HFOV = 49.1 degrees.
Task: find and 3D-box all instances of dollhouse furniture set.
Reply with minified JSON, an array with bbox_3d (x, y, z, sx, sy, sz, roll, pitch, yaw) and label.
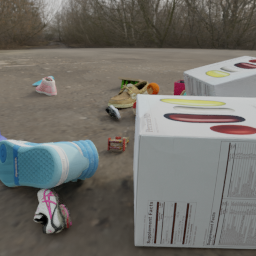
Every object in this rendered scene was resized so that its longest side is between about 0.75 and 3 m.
[{"bbox_3d":[-0.268,0.451,8.121,0.469,0.355,0.872,3,3,10],"label":"dollhouse furniture set"}]

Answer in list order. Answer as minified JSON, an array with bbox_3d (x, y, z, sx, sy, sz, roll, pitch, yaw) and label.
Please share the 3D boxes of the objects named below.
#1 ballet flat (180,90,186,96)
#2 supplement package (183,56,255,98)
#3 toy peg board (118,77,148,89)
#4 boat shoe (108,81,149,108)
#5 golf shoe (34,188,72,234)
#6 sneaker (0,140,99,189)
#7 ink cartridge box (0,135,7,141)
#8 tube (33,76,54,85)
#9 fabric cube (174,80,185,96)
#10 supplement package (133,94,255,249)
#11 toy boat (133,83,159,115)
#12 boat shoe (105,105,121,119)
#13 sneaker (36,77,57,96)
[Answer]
[{"bbox_3d":[2.828,-1.245,12.196,0.937,1.012,2.870,-18,0,44],"label":"ballet flat"},{"bbox_3d":[3.516,-1.084,9.265,2.468,1.898,2.581,-15,21,-4],"label":"supplement package"},{"bbox_3d":[0.259,-2.470,15.952,1.287,0.630,1.282,11,7,26],"label":"toy peg board"},{"bbox_3d":[0.067,-1.562,12.704,1.003,0.899,2.710,14,26,32],"label":"boat shoe"},{"bbox_3d":[-1.471,1.454,5.064,0.538,0.425,1.169,-13,23,-31],"label":"golf shoe"},{"bbox_3d":[-1.768,0.761,6.394,2.628,1.045,1.716,4,4,39],"label":"sneaker"},{"bbox_3d":[-4.824,0.181,7.704,2.662,1.016,1.816,-1,20,2],"label":"ink cartridge box"},{"bbox_3d":[-5.129,-2.832,17.135,0.588,0.383,1.519,0,22,25],"label":"tube"},{"bbox_3d":[2.743,-1.805,13.486,0.848,0.862,0.864,11,23,30],"label":"fabric cube"},{"bbox_3d":[1.439,0.586,5.198,2.641,1.942,2.525,1,20,0],"label":"supplement package"},{"bbox_3d":[0.949,-1.134,10.987,1.268,1.270,1.943,8,21,20],"label":"toy boat"},{"bbox_3d":[-0.574,-0.561,10.725,0.323,0.392,1.142,-23,25,-11],"label":"boat shoe"},{"bbox_3d":[-4.318,-2.265,14.724,0.652,0.905,1.732,-19,26,-38],"label":"sneaker"}]
